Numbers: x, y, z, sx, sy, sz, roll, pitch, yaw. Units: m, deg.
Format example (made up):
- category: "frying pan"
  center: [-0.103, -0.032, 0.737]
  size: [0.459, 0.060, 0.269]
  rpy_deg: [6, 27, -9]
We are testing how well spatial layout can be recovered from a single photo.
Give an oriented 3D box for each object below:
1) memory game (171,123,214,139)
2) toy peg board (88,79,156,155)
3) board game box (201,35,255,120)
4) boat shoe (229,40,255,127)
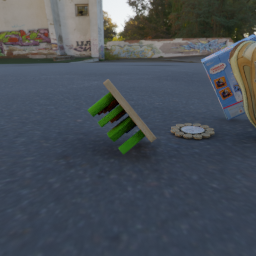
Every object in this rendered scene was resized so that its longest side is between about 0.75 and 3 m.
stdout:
- category: "memory game"
  center: [1.885, 0.077, 8.206]
  size: [1.280, 0.082, 1.280]
  rpy_deg: [-2, 19, 1]
- category: "toy peg board"
  center: [-0.175, -0.159, 6.750]
  size: [0.809, 1.654, 1.647]
  rpy_deg: [-39, -2, 2]
- category: "board game box"
  center: [3.655, -1.580, 9.147]
  size: [1.724, 2.279, 0.417]
  rpy_deg: [-24, 23, 17]
- category: "boat shoe"
  center: [3.502, -0.755, 6.916]
  size: [1.064, 2.971, 1.131]
  rpy_deg: [-41, 26, -2]
